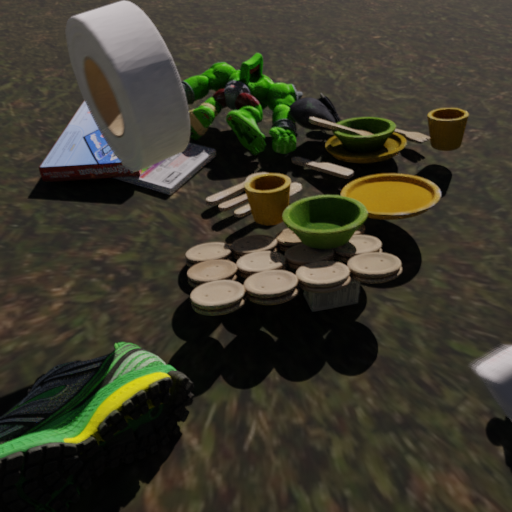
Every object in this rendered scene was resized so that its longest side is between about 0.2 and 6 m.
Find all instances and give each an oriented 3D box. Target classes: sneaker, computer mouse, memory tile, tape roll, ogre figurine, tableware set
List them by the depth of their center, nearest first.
[{"bbox_3d":[-2.094,1.835,5.637,2.883,1.125,1.228,-23,36,-38],"label":"sneaker"},{"bbox_3d":[-1.432,-1.837,6.227,0.614,1.754,1.754,-29,47,-22],"label":"tape roll"},{"bbox_3d":[0.414,0.096,7.780,2.773,0.233,2.125,-10,24,-7],"label":"memory tile"},{"bbox_3d":[1.776,-1.610,9.462,4.897,0.751,3.299,-28,37,-32],"label":"tableware set"},{"bbox_3d":[1.252,-2.874,11.133,1.503,0.396,1.041,-14,68,-48],"label":"computer mouse"},{"bbox_3d":[-0.304,-3.070,11.249,2.929,1.437,1.756,11,51,31],"label":"ogre figurine"}]

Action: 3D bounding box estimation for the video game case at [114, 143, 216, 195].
[{"bbox_3d":[-1.770,-1.759,10.586,1.438,0.181,1.578,18,44,21],"label":"video game case"}]

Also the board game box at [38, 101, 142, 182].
[{"bbox_3d":[-2.899,-2.539,11.243,1.794,0.339,3.486,-4,37,5],"label":"board game box"}]

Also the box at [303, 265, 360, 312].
[{"bbox_3d":[1.031,0.437,7.675,0.685,0.438,0.373,-9,37,-12],"label":"box"}]

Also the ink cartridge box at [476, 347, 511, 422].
[{"bbox_3d":[1.997,0.776,3.761,0.839,1.146,0.492,-35,72,11],"label":"ink cartridge box"}]
